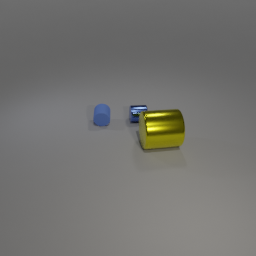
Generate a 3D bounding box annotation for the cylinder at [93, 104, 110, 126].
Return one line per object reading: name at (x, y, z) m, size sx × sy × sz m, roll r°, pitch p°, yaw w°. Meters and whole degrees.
cylinder at (-1.097, -0.555, 11.841) m, size 0.700 × 0.700 × 0.700 m, roll -1°, pitch 39°, yaw -2°

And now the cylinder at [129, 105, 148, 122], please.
cylinder at (0.442, -0.630, 12.018) m, size 0.700 × 0.700 × 0.700 m, roll -3°, pitch 31°, yaw -8°

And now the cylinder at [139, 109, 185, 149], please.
cylinder at (1.202, 0.033, 10.263) m, size 1.400 × 1.400 × 1.400 m, roll -4°, pitch 31°, yaw -8°
